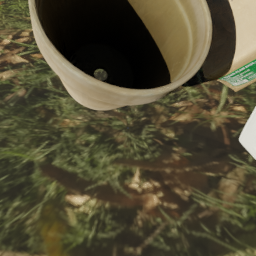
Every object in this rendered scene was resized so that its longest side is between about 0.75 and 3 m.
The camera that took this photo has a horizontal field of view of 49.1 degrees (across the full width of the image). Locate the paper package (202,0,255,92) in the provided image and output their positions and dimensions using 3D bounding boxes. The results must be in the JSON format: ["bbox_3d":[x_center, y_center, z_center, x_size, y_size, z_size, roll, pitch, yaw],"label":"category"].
[{"bbox_3d":[2.692,-2.379,5.839,1.284,2.482,2.366,13,60,-37],"label":"paper package"}]

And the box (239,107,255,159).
[{"bbox_3d":[2.761,-0.366,2.852,2.225,2.237,1.462,-20,55,-18],"label":"box"}]

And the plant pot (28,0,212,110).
[{"bbox_3d":[-0.290,-1.469,5.205,2.799,2.429,2.799,4,73,-14],"label":"plant pot"}]
